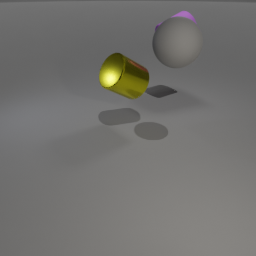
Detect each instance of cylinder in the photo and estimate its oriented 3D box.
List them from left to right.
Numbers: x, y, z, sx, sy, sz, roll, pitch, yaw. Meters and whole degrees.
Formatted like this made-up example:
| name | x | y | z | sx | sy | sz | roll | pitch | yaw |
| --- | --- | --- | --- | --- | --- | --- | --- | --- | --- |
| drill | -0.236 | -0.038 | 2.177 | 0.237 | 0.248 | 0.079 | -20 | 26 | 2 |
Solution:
| name | x | y | z | sx | sy | sz | roll | pitch | yaw |
| --- | --- | --- | --- | --- | --- | --- | --- | --- | --- |
| cylinder | -0.142 | -1.941 | 10.646 | 1.400 | 1.400 | 1.400 | 17 | 11 | -44 |
| cylinder | 2.150 | -4.226 | 12.448 | 1.400 | 1.400 | 1.400 | -32 | 36 | -11 |

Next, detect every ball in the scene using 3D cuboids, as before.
| name | x | y | z | sx | sy | sz | roll | pitch | yaw |
| --- | --- | --- | --- | --- | --- | --- | --- | --- | --- |
| ball | 1.387 | -2.398 | 7.893 | 1.400 | 1.400 | 1.400 | 0 | 28 | 0 |
